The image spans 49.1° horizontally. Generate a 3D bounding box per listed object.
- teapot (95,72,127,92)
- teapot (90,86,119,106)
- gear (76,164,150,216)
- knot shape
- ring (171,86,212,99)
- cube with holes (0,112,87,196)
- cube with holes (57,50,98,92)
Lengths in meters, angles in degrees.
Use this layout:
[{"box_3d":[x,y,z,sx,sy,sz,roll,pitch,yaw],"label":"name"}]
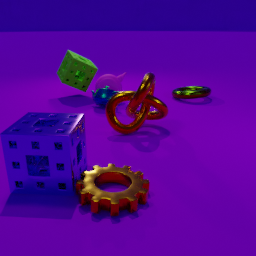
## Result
[{"box_3d":[-0.737,-1.711,11.498,1.761,1.095,0.862,-37,13,10],"label":"teapot"},{"box_3d":[-0.880,-1.222,10.624,1.516,0.742,0.942,4,-3,34],"label":"teapot"},{"box_3d":[-0.289,1.131,5.369,1.379,0.255,1.379,3,21,-1],"label":"gear"},{"box_3d":[0.419,-0.612,8.324,1.802,1.926,0.890,25,23,-48],"label":"knot shape"},{"box_3d":[2.708,-1.531,11.994,1.678,0.335,1.678,-5,15,1],"label":"ring"},{"box_3d":[-1.615,0.478,5.753,1.259,1.259,1.259,2,21,4],"label":"cube with holes"},{"box_3d":[-2.172,-2.412,11.894,1.135,1.135,1.135,20,20,-34],"label":"cube with holes"}]
